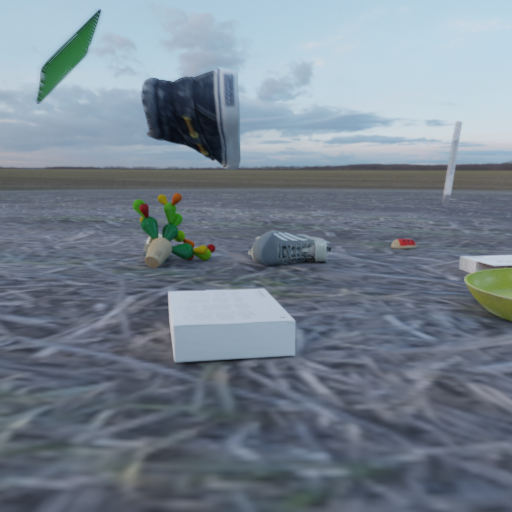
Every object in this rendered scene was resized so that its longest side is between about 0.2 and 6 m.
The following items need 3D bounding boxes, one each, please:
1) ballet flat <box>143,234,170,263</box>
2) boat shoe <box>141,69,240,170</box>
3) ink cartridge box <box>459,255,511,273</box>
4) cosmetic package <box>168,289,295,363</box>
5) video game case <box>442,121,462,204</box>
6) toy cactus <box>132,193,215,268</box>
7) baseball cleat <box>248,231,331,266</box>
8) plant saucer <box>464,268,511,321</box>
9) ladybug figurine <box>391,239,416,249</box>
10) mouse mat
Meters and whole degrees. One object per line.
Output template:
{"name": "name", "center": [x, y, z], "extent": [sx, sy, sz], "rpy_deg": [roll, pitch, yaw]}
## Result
{"name": "ballet flat", "center": [-1.883, -0.203, 10.765], "extent": [0.508, 0.480, 1.506], "rpy_deg": [-2, 9, -15]}
{"name": "boat shoe", "center": [-0.909, -2.051, 8.601], "extent": [1.323, 1.031, 2.915], "rpy_deg": [-1, -7, -1]}
{"name": "ink cartridge box", "center": [4.083, 0.178, 9.035], "extent": [1.188, 0.259, 1.031], "rpy_deg": [-1, 10, -9]}
{"name": "cosmetic package", "center": [-0.306, 0.646, 5.587], "extent": [1.093, 0.375, 1.450], "rpy_deg": [-3, 9, -9]}
{"name": "video game case", "center": [3.622, -1.703, 10.363], "extent": [0.120, 1.337, 0.957], "rpy_deg": [9, -1, 17]}
{"name": "toy cactus", "center": [-1.528, -0.332, 10.018], "extent": [0.878, 1.718, 1.418], "rpy_deg": [-30, 24, 34]}
{"name": "baseball cleat", "center": [0.712, -0.144, 9.954], "extent": [0.939, 0.615, 1.764], "rpy_deg": [7, 12, 38]}
{"name": "plant saucer", "center": [3.655, 0.513, 6.525], "extent": [2.337, 0.363, 2.337], "rpy_deg": [1, 9, 0]}
{"name": "ladybug figurine", "center": [3.172, -0.254, 12.010], "extent": [0.554, 0.199, 0.376], "rpy_deg": [-2, 9, -10]}
{"name": "mouse mat", "center": [-3.215, -3.349, 9.524], "extent": [0.067, 1.435, 1.783], "rpy_deg": [41, -20, -16]}
